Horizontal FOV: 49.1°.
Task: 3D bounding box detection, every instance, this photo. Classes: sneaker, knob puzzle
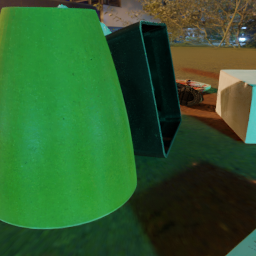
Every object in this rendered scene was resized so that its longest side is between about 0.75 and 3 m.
[{"bbox_3d":[1.830,-1.310,10.658,2.256,0.850,0.894,28,22,38],"label":"sneaker"},{"bbox_3d":[2.407,-2.110,13.209,3.213,0.445,3.213,0,19,0],"label":"knob puzzle"}]

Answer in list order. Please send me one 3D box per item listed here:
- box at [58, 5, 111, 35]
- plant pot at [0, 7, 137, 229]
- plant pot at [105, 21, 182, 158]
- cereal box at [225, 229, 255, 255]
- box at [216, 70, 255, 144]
[{"bbox_3d":[-1.793,-2.688,10.124,2.274,2.263,1.948,31,0,26],"label":"box"},{"bbox_3d":[-1.169,-0.413,4.643,2.699,2.885,2.699,1,20,0],"label":"plant pot"},{"bbox_3d":[-0.203,-0.911,6.944,2.420,2.728,2.722,-7,16,21],"label":"plant pot"},{"bbox_3d":[1.966,1.570,2.754,2.238,0.442,1.610,-15,24,-36],"label":"cereal box"},{"bbox_3d":[3.747,-0.722,7.780,1.810,1.419,2.911,2,19,3],"label":"box"}]
